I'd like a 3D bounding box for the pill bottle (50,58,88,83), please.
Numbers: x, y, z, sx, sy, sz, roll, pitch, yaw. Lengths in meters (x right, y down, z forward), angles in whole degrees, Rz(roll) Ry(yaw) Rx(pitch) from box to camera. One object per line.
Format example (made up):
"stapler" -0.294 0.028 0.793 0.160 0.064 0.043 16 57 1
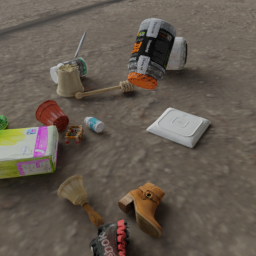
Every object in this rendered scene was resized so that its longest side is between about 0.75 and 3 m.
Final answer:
"pill bottle" -3.037 -2.946 14.467 1.744 0.986 0.986 -28 45 -32

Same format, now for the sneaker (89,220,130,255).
"sneaker" -0.451 3.081 6.590 0.983 0.711 2.012 1 34 0

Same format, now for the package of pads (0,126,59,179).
"package of pads" -3.665 0.814 9.546 2.434 0.830 1.881 -6 36 -6

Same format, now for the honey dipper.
"honey dipper" -1.064 -1.789 13.357 2.872 0.545 0.545 -14 39 -14

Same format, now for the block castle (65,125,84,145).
"block castle" -2.027 0.273 10.643 0.574 0.403 0.859 -1 34 5

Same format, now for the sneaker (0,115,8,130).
"sneaker" -5.124 -0.171 11.124 0.459 0.517 1.238 -4 36 -3

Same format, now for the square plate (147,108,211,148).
"square plate" 2.074 -0.146 11.299 1.996 0.284 1.978 22 42 26

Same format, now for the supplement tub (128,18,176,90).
"supplement tub" 0.796 -2.559 9.867 1.339 1.339 2.185 15 83 19

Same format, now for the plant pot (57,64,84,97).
"plant pot" -2.831 -2.338 13.453 1.336 1.223 1.336 0 37 0

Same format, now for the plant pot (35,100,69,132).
"plant pot" -2.944 -0.411 11.129 1.055 1.055 1.026 -30 54 -34

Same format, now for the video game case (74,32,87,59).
"video game case" -2.047 -3.553 12.058 0.104 0.862 0.946 21 75 -17

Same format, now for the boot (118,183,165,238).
"boot" 0.653 2.203 7.890 1.236 0.589 1.597 -26 45 -34

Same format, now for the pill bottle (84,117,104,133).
"pill bottle" -1.372 -0.164 11.173 0.804 0.446 0.446 28 45 32

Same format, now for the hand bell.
"hand bell" -1.171 2.215 7.930 0.872 0.872 1.675 -28 58 -33

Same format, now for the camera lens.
"camera lens" 2.090 -4.084 15.355 2.172 1.737 1.737 2 37 3
